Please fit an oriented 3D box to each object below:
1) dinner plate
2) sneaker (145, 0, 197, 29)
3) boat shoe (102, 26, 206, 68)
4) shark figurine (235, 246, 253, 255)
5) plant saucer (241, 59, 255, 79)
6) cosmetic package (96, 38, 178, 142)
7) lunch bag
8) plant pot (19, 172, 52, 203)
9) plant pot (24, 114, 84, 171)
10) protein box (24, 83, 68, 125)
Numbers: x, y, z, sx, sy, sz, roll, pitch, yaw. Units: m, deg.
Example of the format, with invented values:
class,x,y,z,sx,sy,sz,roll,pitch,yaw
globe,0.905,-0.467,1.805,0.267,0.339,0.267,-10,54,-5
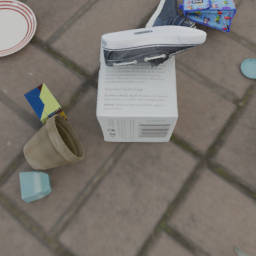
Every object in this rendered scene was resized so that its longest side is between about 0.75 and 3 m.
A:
class,x,y,z,sx,sy,sz,roll,pitch,yaw
dinner plate,-5.206,-4.072,11.496,2.926,0.355,2.926,0,70,0
sneaker,2.041,-4.507,11.225,1.863,0.980,2.578,23,80,20
boat shoe,0.747,-2.230,7.933,2.925,0.991,1.049,-9,35,-9
shark figurine,3.152,4.526,8.054,1.154,0.806,1.931,6,73,-34
plant saucer,4.843,-2.301,10.935,0.905,0.124,0.905,0,70,0
cosmetic package,0.303,-1.215,9.318,2.338,2.336,2.834,0,68,1
lunch bag,3.046,-4.700,11.152,2.063,0.971,1.553,8,46,3
plant pot,-2.930,1.839,9.005,0.852,0.837,0.834,-10,69,-12
plant pot,-2.507,0.616,9.141,1.462,1.685,1.685,-29,71,6
protein box,-2.824,-0.677,9.743,0.790,1.171,1.163,-34,73,-12
